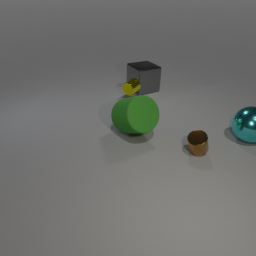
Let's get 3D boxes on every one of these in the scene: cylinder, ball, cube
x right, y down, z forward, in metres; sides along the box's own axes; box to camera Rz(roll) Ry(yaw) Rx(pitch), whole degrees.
[{"bbox_3d":[0.261,-0.505,10.829,1.400,1.400,1.400,-16,8,-27],"label":"cylinder"},{"bbox_3d":[2.494,0.536,9.964,0.700,0.700,0.700,-9,50,11],"label":"cylinder"},{"bbox_3d":[4.695,-0.132,10.696,1.400,1.400,1.400,0,29,0],"label":"ball"},{"bbox_3d":[0.849,-2.795,15.482,1.400,1.400,1.400,-14,34,-26],"label":"cube"},{"bbox_3d":[0.174,-2.104,14.319,0.700,0.700,0.700,19,40,31],"label":"cylinder"}]
